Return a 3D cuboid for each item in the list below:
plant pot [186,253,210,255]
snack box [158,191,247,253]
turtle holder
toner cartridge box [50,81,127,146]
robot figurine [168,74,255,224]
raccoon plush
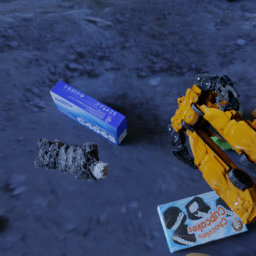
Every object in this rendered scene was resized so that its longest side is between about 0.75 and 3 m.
[{"bbox_3d":[1.299,3.653,5.257,2.072,2.072,2.224,20,50,10],"label":"plant pot"},{"bbox_3d":[1.766,2.209,6.798,1.864,0.346,1.083,-13,63,-7],"label":"snack box"},{"bbox_3d":[2.485,-0.279,7.582,1.219,1.305,1.717,-23,64,-12],"label":"turtle holder"},{"bbox_3d":[-1.071,-0.405,7.800,2.194,1.042,0.474,29,66,15],"label":"toner cartridge box"},{"bbox_3d":[1.344,0.176,3.952,0.602,1.500,2.069,4,37,-32],"label":"robot figurine"},{"bbox_3d":[-1.065,0.500,5.047,1.063,1.586,0.767,14,74,-23],"label":"raccoon plush"}]
